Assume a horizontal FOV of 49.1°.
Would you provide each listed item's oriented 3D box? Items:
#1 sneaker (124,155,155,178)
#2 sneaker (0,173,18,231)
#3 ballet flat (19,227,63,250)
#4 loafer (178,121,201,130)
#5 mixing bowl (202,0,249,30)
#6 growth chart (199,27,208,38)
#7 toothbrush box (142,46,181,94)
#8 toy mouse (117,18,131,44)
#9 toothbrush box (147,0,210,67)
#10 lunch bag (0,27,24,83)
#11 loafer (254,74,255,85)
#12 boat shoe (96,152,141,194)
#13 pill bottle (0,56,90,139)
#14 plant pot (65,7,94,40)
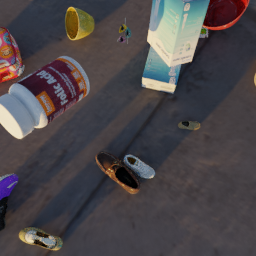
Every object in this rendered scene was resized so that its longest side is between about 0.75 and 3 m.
[{"bbox_3d":[0.400,1.394,10.029,1.249,0.505,0.478,29,73,8],"label":"sneaker"},{"bbox_3d":[-4.460,2.796,9.426,1.312,0.917,2.639,40,81,7],"label":"sneaker"},{"bbox_3d":[-2.926,3.665,9.288,1.546,0.546,0.546,15,73,5],"label":"ballet flat"},{"bbox_3d":[2.346,-0.105,10.628,0.850,0.287,0.323,-1,72,0],"label":"loafer"},{"bbox_3d":[3.777,-4.987,11.511,2.340,1.268,2.340,-3,83,25],"label":"mixing bowl"},{"bbox_3d":[3.036,-4.127,12.053,0.874,0.077,0.632,-4,71,-2],"label":"growth chart"},{"bbox_3d":[1.397,-2.459,11.127,1.348,0.785,1.841,13,72,4],"label":"toothbrush box"},{"bbox_3d":[-0.073,-2.787,8.459,0.147,0.759,0.675,-5,60,-36],"label":"toy mouse"},{"bbox_3d":[1.550,-3.505,9.266,0.990,2.321,1.699,-17,53,-19],"label":"toothbrush box"},{"bbox_3d":[-5.550,-2.577,11.017,2.594,1.063,2.285,-20,73,-6],"label":"lunch bag"},{"bbox_3d":[5.477,-2.274,11.191,0.614,0.554,1.623,10,72,3],"label":"loafer"},{"bbox_3d":[-0.345,1.504,9.894,2.018,0.710,0.710,37,77,12],"label":"boat shoe"},{"bbox_3d":[-2.414,-0.897,7.978,1.418,1.418,2.483,39,56,11],"label":"pill bottle"},{"bbox_3d":[-1.929,-4.308,11.619,0.892,1.257,1.257,-13,70,-34],"label":"plant pot"}]
